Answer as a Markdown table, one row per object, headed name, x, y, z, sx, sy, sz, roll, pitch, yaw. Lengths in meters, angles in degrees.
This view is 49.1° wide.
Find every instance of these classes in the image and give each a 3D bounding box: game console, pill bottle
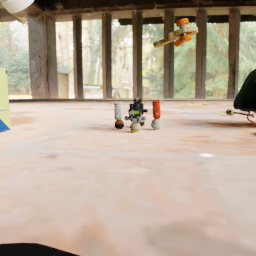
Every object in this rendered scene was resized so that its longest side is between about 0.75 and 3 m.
| name | x | y | z | sx | sy | sz | roll | pitch | yaw |
| --- | --- | --- | --- | --- | --- | --- | --- | --- | --- |
| game console | -0.478 | 0.862 | 0.049 | 1.522 | 0.311 | 2.580 | 3 | 9 | 25 |
| pill bottle | -2.484 | -3.039 | 5.188 | 0.924 | 0.924 | 1.616 | 4 | -27 | 26 |

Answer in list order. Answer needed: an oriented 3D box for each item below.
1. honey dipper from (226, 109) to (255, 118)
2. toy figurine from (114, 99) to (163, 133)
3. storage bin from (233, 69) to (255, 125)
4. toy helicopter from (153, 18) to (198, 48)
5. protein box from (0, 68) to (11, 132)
| name | x | y | z | sx | sy | sz | roll | pitch | yaw |
| --- | --- | --- | --- | --- | --- | --- | --- | --- | --- |
| honey dipper | 4.700 | -0.598 | 11.637 | 0.283 | 0.283 | 1.490 | -3 | 10 | -24 |
| toy figurine | 0.247 | -0.311 | 7.521 | 1.165 | 0.823 | 1.183 | -13 | 16 | -39 |
| storage bin | 4.493 | -0.702 | 8.211 | 1.576 | 1.708 | 2.347 | 27 | 3 | -10 |
| toy helicopter | 1.771 | -3.414 | 10.540 | 1.863 | 0.735 | 1.232 | -10 | 5 | 43 |
| protein box | -4.524 | -0.629 | 6.489 | 2.367 | 1.597 | 2.349 | 3 | 8 | 22 |
